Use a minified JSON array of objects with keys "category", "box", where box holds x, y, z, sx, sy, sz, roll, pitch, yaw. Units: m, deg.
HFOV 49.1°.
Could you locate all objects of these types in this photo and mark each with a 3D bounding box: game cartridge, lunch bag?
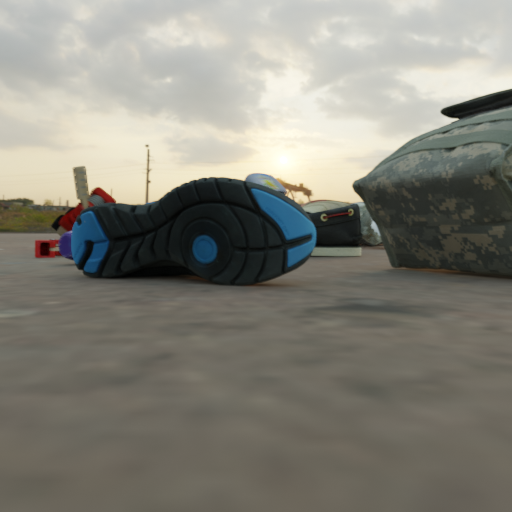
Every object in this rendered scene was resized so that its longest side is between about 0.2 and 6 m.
[{"category":"game cartridge","box":[0.152,-1.177,9.223,0.480,0.146,0.720,46,30,26]},{"category":"lunch bag","box":[2.880,-1.055,6.398,2.663,1.566,2.184,-36,18,-21]}]

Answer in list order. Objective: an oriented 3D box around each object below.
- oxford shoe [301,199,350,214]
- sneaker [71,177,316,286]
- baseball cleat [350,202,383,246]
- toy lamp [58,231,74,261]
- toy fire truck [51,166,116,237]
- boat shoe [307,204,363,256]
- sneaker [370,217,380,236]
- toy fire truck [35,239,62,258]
[{"category":"oxford shoe","box":[1.317,-0.682,13.231,3.259,1.153,1.203,-15,10,-31]},{"category":"sneaker","box":[-0.575,-0.250,5.652,2.677,0.980,1.097,2,3,29]},{"category":"baseball cleat","box":[2.936,-0.744,16.146,1.835,1.202,3.447,-6,-10,35]},{"category":"toy lamp","box":[-2.043,-0.162,8.408,0.577,0.577,1.982,2,1,33]},{"category":"toy fire truck","box":[-3.869,-1.258,12.898,1.677,1.079,1.476,-47,4,36]},{"category":"boat shoe","box":[0.273,-0.480,10.225,3.323,1.041,1.216,-1,4,-2]},{"category":"sneaker","box":[3.433,-0.932,13.863,0.893,0.941,2.338,32,20,-12]},{"category":"toy fire truck","box":[-3.445,-0.142,10.171,1.267,0.309,0.894,-1,4,-38]}]
